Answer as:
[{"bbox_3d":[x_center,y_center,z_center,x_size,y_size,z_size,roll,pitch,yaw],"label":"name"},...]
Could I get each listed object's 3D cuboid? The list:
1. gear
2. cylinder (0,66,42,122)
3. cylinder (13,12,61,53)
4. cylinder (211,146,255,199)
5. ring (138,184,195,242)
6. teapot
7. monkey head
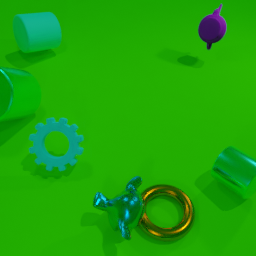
[{"bbox_3d":[-1.640,0.373,6.444,1.210,1.210,0.224,0,4,0],"label":"gear"},{"bbox_3d":[-3.191,-0.875,7.229,1.389,1.389,1.389,10,8,10],"label":"cylinder"},{"bbox_3d":[-3.183,-3.354,9.818,1.237,1.237,1.237,-23,49,-36],"label":"cylinder"},{"bbox_3d":[2.399,0.947,6.068,0.851,0.851,0.851,-31,46,-27],"label":"cylinder"},{"bbox_3d":[0.760,1.724,5.832,1.269,0.254,1.269,0,45,0],"label":"ring"},{"bbox_3d":[2.872,-3.369,9.387,0.936,1.506,0.737,21,27,27],"label":"teapot"},{"bbox_3d":[-0.145,1.509,5.437,0.937,0.785,1.302,35,47,-22],"label":"monkey head"}]
